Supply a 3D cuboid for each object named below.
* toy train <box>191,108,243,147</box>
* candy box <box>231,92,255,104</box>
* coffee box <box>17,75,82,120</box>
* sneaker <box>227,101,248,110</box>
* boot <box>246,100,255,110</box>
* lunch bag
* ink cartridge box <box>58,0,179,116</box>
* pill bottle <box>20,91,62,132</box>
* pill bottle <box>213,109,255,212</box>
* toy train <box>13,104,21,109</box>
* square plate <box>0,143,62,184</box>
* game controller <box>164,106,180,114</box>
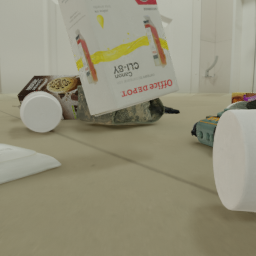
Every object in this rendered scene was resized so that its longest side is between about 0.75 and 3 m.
[{"bbox_3d":[1.975,0.071,5.478,1.021,0.764,1.792,-12,11,-13],"label":"toy train"},{"bbox_3d":[5.409,-1.099,12.372,0.447,0.924,1.583,-8,12,-43],"label":"candy box"},{"bbox_3d":[-2.406,-1.170,10.418,2.704,1.079,1.528,1,39,10],"label":"coffee box"},{"bbox_3d":[3.625,-0.381,8.688,2.156,0.758,0.864,1,-3,-36],"label":"sneaker"},{"bbox_3d":[3.223,-0.501,6.548,0.777,0.263,0.507,-11,-19,33],"label":"boot"},{"bbox_3d":[-0.184,-0.753,8.908,2.255,1.326,1.850,0,6,-45],"label":"lunch bag"},{"bbox_3d":[-0.114,-1.433,4.966,1.540,2.122,0.885,-20,7,-35],"label":"ink cartridge box"},{"bbox_3d":[-2.392,-0.463,7.709,1.073,1.073,1.884,-3,10,-19],"label":"pill bottle"},{"bbox_3d":[1.863,0.294,2.555,1.930,1.103,1.103,1,9,2],"label":"pill bottle"},{"bbox_3d":[-4.226,-1.013,12.734,1.792,0.759,1.037,-3,-2,-13],"label":"toy train"},{"bbox_3d":[-2.198,0.500,4.084,1.755,0.250,1.738,7,11,36],"label":"square plate"},{"bbox_3d":[1.926,-0.809,12.918,0.690,0.279,1.324,14,7,-7],"label":"game controller"}]
